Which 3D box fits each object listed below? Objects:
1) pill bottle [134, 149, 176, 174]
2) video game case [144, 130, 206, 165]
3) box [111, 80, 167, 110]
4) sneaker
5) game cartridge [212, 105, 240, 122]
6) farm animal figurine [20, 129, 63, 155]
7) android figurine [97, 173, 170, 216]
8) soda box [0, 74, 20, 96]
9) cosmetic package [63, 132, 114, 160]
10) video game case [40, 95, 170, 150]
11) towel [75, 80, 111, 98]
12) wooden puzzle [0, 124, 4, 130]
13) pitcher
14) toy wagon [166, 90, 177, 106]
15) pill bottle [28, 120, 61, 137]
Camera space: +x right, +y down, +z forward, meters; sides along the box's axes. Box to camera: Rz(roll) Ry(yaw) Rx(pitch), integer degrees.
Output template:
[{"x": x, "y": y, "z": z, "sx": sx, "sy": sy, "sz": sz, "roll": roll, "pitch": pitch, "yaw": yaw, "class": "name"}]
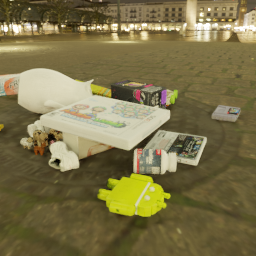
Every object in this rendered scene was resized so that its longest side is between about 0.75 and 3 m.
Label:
[{"x": 0.673, "y": 0.843, "z": 7.042, "sx": 1.035, "sy": 0.619, "sz": 0.619, "roll": 1, "pitch": 22, "yaw": 4, "class": "pill bottle"}, {"x": 1.431, "y": 0.543, "z": 8.391, "sx": 1.568, "sy": 0.201, "sz": 1.725, "roll": 8, "pitch": 22, "yaw": 21, "class": "video game case"}, {"x": 0.387, "y": -1.080, "z": 11.024, "sx": 2.028, "sy": 1.240, "sz": 1.075, "roll": 18, "pitch": 28, "yaw": 38, "class": "box"}, {"x": -1.866, "y": 0.755, "z": 7.475, "sx": 0.645, "sy": 0.506, "sz": 1.298, "roll": -20, "pitch": 28, "yaw": -34, "class": "sneaker"}, {"x": 3.966, "y": -0.611, "z": 11.242, "sx": 0.916, "sy": 0.271, "sz": 1.414, "roll": 6, "pitch": 22, "yaw": 27, "class": "game cartridge"}, {"x": -2.490, "y": 0.301, "z": 8.451, "sx": 1.117, "sy": 0.589, "sz": 1.129, "roll": 14, "pitch": 26, "yaw": 32, "class": "farm animal figurine"}, {"x": 0.142, "y": 1.433, "z": 6.022, "sx": 1.485, "sy": 0.305, "sz": 1.351, "roll": 8, "pitch": 23, "yaw": 23, "class": "android figurine"}, {"x": -5.458, "y": -2.368, "z": 14.736, "sx": 2.850, "sy": 0.906, "sz": 0.975, "roll": -13, "pitch": 25, "yaw": -28, "class": "soda box"}, {"x": -0.944, "y": 0.205, "z": 8.420, "sx": 1.808, "sy": 0.789, "sz": 0.935, "roll": -16, "pitch": 29, "yaw": -35, "class": "cosmetic package"}, {"x": -0.575, "y": -0.310, "z": 8.197, "sx": 2.875, "sy": 0.341, "sz": 2.617, "roll": 14, "pitch": 26, "yaw": 26, "class": "video game case"}, {"x": -1.609, "y": -1.845, "z": 13.568, "sx": 2.320, "sy": 0.210, "sz": 0.999, "roll": 16, "pitch": 25, "yaw": 4, "class": "towel"}, {"x": -5.310, "y": 0.233, "z": 9.151, "sx": 2.122, "sy": 0.248, "sz": 1.432, "roll": -4, "pitch": 18, "yaw": -10, "class": "wooden puzzle"}, {"x": -2.779, "y": -1.231, "z": 11.101, "sx": 2.935, "sy": 1.779, "sz": 2.518, "roll": 5, "pitch": 31, "yaw": -19, "class": "pitcher"}, {"x": 1.158, "y": -1.383, "z": 12.822, "sx": 1.967, "sy": 0.502, "sz": 2.536, "roll": 6, "pitch": 23, "yaw": 16, "class": "toy wagon"}, {"x": -2.752, "y": -0.021, "z": 9.299, "sx": 1.017, "sy": 0.563, "sz": 0.563, "roll": -18, "pitch": 28, "yaw": -38, "class": "pill bottle"}]
